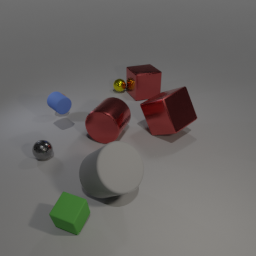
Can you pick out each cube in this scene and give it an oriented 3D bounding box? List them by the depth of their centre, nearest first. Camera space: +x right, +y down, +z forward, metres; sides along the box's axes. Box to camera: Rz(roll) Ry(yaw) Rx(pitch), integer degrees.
[{"bbox_3d":[-1.469,2.187,7.182,0.700,0.700,0.700,14,49,17],"label":"cube"},{"bbox_3d":[1.598,-0.651,11.040,1.400,1.400,1.400,-30,13,-33],"label":"cube"},{"bbox_3d":[0.800,-2.398,14.597,1.400,1.400,1.400,-11,32,-18],"label":"cube"}]

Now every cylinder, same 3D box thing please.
[{"bbox_3d":[-0.489,1.200,7.860,1.400,1.400,1.400,-23,-5,-34],"label":"cylinder"},{"bbox_3d":[-2.686,-0.984,10.946,0.700,0.700,0.700,-25,42,-36],"label":"cylinder"},{"bbox_3d":[-0.759,-0.319,11.012,1.400,1.400,1.400,10,31,17],"label":"cylinder"}]

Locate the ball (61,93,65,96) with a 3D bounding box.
[{"bbox_3d":[-3.014,-1.193,12.329,0.700,0.700,0.700,0,30,0],"label":"ball"}]

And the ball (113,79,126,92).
[{"bbox_3d":[-0.449,-2.299,15.054,0.700,0.700,0.700,0,30,0],"label":"ball"}]

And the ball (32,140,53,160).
[{"bbox_3d":[-3.005,0.767,9.858,0.700,0.700,0.700,0,30,0],"label":"ball"}]
